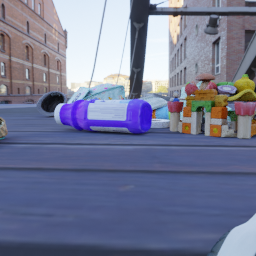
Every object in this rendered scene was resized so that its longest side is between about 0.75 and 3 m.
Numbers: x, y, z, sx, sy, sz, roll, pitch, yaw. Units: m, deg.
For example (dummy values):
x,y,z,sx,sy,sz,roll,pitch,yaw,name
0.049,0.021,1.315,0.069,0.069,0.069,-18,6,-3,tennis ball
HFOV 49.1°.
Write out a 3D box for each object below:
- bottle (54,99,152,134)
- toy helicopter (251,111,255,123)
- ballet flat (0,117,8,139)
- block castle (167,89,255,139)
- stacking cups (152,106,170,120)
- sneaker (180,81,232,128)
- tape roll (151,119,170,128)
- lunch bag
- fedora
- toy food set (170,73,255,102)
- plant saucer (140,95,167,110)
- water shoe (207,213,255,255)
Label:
x,y,z,sx,sy,sz,roll,pitch,yaw,name
-0.816,-0.382,8.479,2.989,0.976,1.249,3,2,25,bottle
4.423,-0.353,9.134,1.208,0.799,0.476,-1,6,-9,toy helicopter
-3.206,0.037,6.248,0.696,0.644,1.973,-3,7,-12,ballet flat
2.633,-0.494,8.264,1.809,1.270,2.708,-6,9,-42,block castle
1.399,-0.601,11.535,2.626,0.794,0.794,0,6,8,stacking cups
3.188,-0.901,10.072,2.866,1.691,1.055,4,6,24,sneaker
0.886,-0.167,10.062,1.269,0.232,1.269,1,7,0,tape roll
-1.674,-1.251,13.740,2.714,1.655,2.312,-17,17,-18,lunch bag
-4.076,-1.196,15.319,1.512,1.709,0.772,28,-25,14,fedora
2.648,-1.266,8.665,2.701,0.882,1.589,5,8,34,toy food set
0.549,-0.943,12.259,2.497,0.627,2.497,-16,3,1,plant saucer
0.860,0.717,1.495,1.324,0.474,0.523,-9,35,-44,water shoe
